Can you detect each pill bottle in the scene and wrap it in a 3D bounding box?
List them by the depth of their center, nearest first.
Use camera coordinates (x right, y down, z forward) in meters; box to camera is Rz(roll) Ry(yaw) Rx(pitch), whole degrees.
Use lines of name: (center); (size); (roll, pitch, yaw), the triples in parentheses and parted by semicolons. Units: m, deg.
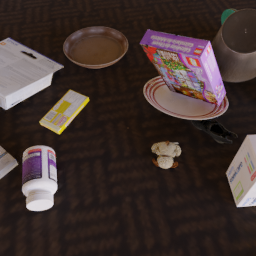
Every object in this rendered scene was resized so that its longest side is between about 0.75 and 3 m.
pill bottle: (-2.425, 1.372, 7.689); (0.903, 0.903, 1.621); (-9, 53, -7)

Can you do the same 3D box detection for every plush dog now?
plush dog: (1.140, 0.824, 8.347); (0.911, 0.731, 0.783); (6, 76, 4)

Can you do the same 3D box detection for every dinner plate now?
dinner plate: (1.942, -1.043, 9.593); (2.871, 0.348, 2.871); (3, 37, -2)

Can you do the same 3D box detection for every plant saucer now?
plant saucer: (-1.325, -3.315, 11.678); (2.659, 0.426, 2.659); (0, 51, 0)

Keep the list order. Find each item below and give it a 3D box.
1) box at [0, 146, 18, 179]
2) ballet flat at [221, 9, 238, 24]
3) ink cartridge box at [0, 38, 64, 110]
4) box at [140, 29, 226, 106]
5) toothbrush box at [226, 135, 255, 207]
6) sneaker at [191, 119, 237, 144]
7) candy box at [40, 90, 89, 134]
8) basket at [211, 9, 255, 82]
box: (-4.254, 0.984, 8.377); (1.510, 0.311, 1.178); (33, 59, 24)
ballet flat: (5.019, -4.045, 12.039); (1.110, 1.110, 2.989); (-10, 55, -8)
ink cartridge box: (-4.427, -2.134, 10.315); (2.939, 0.598, 2.945); (29, 43, 14)
box: (1.730, -1.720, 8.371); (1.905, 2.784, 0.544); (24, 81, 34)
toothbrush box: (4.211, 1.083, 7.267); (2.638, 1.921, 1.136); (-2, 52, -2)
sneaker: (2.635, -0.031, 8.771); (0.493, 0.857, 1.643); (-47, 64, -2)
candy box: (-1.744, -0.477, 7.768); (0.690, 0.178, 1.350); (26, 61, 19)
basket: (3.614, -2.595, 9.052); (2.188, 2.427, 1.650); (7, 85, 13)
